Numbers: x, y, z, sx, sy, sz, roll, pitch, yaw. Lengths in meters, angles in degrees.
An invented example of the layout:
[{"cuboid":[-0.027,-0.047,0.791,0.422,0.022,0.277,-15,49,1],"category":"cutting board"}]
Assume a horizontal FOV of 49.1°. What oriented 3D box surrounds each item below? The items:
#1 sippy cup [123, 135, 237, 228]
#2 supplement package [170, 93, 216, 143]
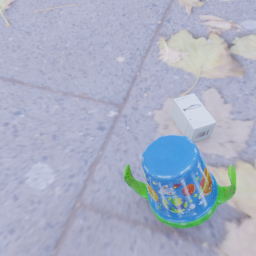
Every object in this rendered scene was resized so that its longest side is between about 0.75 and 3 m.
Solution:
[{"cuboid":[0.958,0.955,5.536,1.966,1.441,1.544,-27,39,-2],"category":"sippy cup"},{"cuboid":[1.699,-0.259,7.463,0.661,0.663,1.130,-17,53,-14],"category":"supplement package"}]
